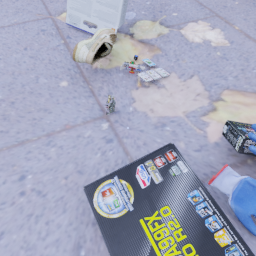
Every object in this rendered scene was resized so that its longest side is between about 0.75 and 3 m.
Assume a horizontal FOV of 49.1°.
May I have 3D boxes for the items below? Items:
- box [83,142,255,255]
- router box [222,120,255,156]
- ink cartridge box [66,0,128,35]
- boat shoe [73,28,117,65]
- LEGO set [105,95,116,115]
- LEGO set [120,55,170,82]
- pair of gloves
[{"bbox_3d":[0.669,1.979,5.783,2.355,0.651,2.939,-25,52,-8],"label":"box"},{"bbox_3d":[3.380,0.311,7.255,1.508,0.469,1.130,9,22,-7],"label":"router box"},{"bbox_3d":[-1.251,-5.150,11.250,2.674,2.679,0.544,27,35,18],"label":"ink cartridge box"},{"bbox_3d":[-0.942,-2.830,9.874,0.820,0.911,2.524,24,38,13],"label":"boat shoe"},{"bbox_3d":[-0.475,-0.660,8.369,0.268,0.613,0.944,14,7,3],"label":"LEGO set"},{"bbox_3d":[0.531,-2.099,10.086,1.195,0.393,1.599,-23,53,-36],"label":"LEGO set"},{"bbox_3d":[3.192,1.064,6.180,2.038,0.289,2.535,40,90,8],"label":"pair of gloves"}]
